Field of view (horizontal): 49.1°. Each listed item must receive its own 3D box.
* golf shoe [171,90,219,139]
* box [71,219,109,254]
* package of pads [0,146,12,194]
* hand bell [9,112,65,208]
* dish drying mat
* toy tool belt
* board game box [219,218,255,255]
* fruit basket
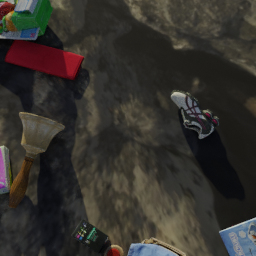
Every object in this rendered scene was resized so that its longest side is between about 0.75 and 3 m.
[{"bbox_3d":[1.951,-0.479,8.799,0.801,0.702,1.818,-44,72,-10],"label":"golf shoe"},{"bbox_3d":[-0.969,2.833,7.331,0.821,0.610,0.510,28,69,12],"label":"box"},{"bbox_3d":[-3.991,1.291,8.103,1.055,0.466,1.365,-14,67,-6],"label":"package of pads"},{"bbox_3d":[-2.855,0.995,8.060,1.354,1.354,2.600,14,79,6],"label":"hand bell"},{"bbox_3d":[-2.949,-2.429,9.913,2.658,0.242,1.021,16,67,6],"label":"dish drying mat"},{"bbox_3d":[0.430,3.310,6.713,2.184,1.342,1.363,16,67,7],"label":"toy tool belt"},{"bbox_3d":[3.246,3.044,6.947,1.430,0.312,1.437,-36,63,30],"label":"board game box"},{"bbox_3d":[-4.186,-4.228,10.211,2.533,1.187,2.346,8,66,7],"label":"fruit basket"}]
